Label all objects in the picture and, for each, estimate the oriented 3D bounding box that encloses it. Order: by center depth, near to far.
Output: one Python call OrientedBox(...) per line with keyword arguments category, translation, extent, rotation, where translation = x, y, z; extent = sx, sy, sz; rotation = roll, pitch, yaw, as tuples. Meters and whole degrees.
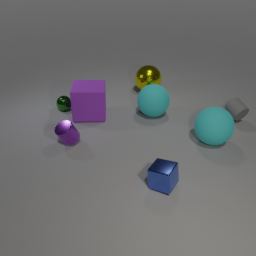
OrientedBox(category="cube", translation=(1.055, 1.417, 8.342), extent=(0.700, 0.700, 0.700), rotation=(9, 31, 30))
OrientedBox(category="ball", translation=(3.140, -0.072, 10.210), extent=(1.400, 1.400, 1.400), rotation=(0, 31, 0))
OrientedBox(category="cylinder", translation=(-2.227, 0.180, 10.310), extent=(0.700, 0.700, 0.700), rotation=(-13, 48, 15))
OrientedBox(category="cylinder", translation=(4.498, -0.788, 11.591), extent=(0.700, 0.700, 0.700), rotation=(-14, 54, -22))
OrientedBox(category="cube", translation=(-1.672, -1.194, 12.107), extent=(1.400, 1.400, 1.400), rotation=(-1, 31, -4))
OrientedBox(category="ball", translation=(1.102, -1.191, 12.143), extent=(1.400, 1.400, 1.400), rotation=(0, 31, 0))
OrientedBox(category="ball", translation=(-2.902, -1.125, 12.731), extent=(0.700, 0.700, 0.700), rotation=(0, 31, 0))
OrientedBox(category="ball", translation=(1.041, -2.526, 14.410), extent=(1.400, 1.400, 1.400), rotation=(0, 31, 0))
